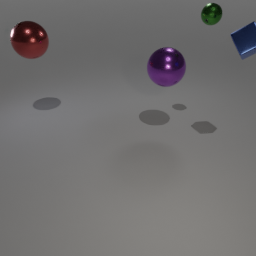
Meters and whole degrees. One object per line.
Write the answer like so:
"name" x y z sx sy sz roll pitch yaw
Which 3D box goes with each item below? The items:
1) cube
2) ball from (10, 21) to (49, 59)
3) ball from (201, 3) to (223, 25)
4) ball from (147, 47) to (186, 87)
"cube" 3.482 -2.512 8.129 0.700 0.700 0.700 -26 -10 24
"ball" -3.752 -3.357 10.722 1.400 1.400 1.400 0 29 0
"ball" 2.806 -3.815 9.402 0.700 0.700 0.700 0 29 0
"ball" 1.378 -2.183 10.076 1.400 1.400 1.400 0 29 0
